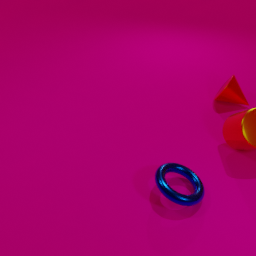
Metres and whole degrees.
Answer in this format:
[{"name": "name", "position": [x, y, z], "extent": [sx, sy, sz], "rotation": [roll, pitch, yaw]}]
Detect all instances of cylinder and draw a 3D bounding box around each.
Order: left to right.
[{"name": "cylinder", "position": [2.923, 0.047, 6.705], "extent": [0.964, 0.964, 0.964], "rotation": [-6, -5, -8]}]

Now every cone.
[{"name": "cone", "position": [3.378, -0.989, 8.735], "extent": [0.977, 0.974, 0.974], "rotation": [37, 45, 5]}]

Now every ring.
[{"name": "ring", "position": [1.081, 1.152, 5.851], "extent": [1.105, 0.221, 1.105], "rotation": [15, 35, -11]}]
